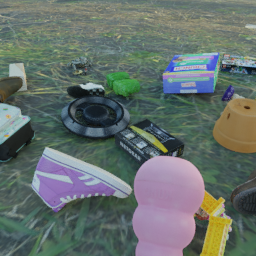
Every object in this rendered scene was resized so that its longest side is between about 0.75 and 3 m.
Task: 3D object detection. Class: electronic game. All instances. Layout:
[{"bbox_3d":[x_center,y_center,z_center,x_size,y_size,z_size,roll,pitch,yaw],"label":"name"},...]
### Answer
[{"bbox_3d":[-1.219,-0.468,10.698,2.597,0.540,2.597,5,38,-4],"label":"electronic game"}]

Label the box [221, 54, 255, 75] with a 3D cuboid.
[{"bbox_3d":[6.256,-3.432,15.137,2.292,0.432,1.565,10,36,14],"label":"box"}]

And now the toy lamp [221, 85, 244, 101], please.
[{"bbox_3d":[4.944,-0.763,10.639,2.673,0.778,0.778,32,43,15],"label":"toy lamp"}]

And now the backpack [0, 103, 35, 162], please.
[{"bbox_3d":[-4.354,0.061,9.196,1.924,1.475,1.691,8,40,22],"label":"backpack"}]

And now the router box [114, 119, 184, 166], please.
[{"bbox_3d":[0.678,0.517,9.327,1.477,0.491,1.879,-23,41,-30],"label":"router box"}]

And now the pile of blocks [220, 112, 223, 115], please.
[{"bbox_3d":[4.466,-0.604,10.977,1.551,0.482,0.637,6,35,8],"label":"pile of blocks"}]

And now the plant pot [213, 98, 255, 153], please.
[{"bbox_3d":[3.974,-0.187,9.677,1.817,1.272,1.817,0,36,0],"label":"plant pot"}]

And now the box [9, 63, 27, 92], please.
[{"bbox_3d":[-5.262,-2.433,13.386,0.649,0.792,1.668,-10,37,-16],"label":"box"}]

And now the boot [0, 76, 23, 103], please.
[{"bbox_3d":[-5.237,-1.081,11.381,1.374,1.059,2.834,35,56,26],"label":"boot"}]

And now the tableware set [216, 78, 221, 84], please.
[{"bbox_3d":[3.894,-2.383,13.781,1.182,0.237,0.781,-11,36,-15],"label":"tableware set"}]

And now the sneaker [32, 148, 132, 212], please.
[{"bbox_3d":[-1.263,1.650,7.444,2.552,1.455,0.925,22,-6,0],"label":"sneaker"}]

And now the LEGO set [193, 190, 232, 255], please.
[{"bbox_3d":[1.875,2.386,6.501,1.352,1.094,2.939,-29,39,14],"label":"LEGO set"}]

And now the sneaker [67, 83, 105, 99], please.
[{"bbox_3d":[-1.891,-1.697,12.508,1.657,0.614,0.733,2,33,-14],"label":"sneaker"}]

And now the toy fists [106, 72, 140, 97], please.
[{"bbox_3d":[-0.326,-2.032,12.902,1.043,0.704,2.046,-8,33,-24],"label":"toy fists"}]

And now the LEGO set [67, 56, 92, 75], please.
[{"bbox_3d":[-2.566,-3.490,15.107,1.293,0.564,1.991,-14,37,-20],"label":"LEGO set"}]

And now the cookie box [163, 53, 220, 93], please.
[{"bbox_3d":[3.032,-2.609,13.151,2.267,0.996,2.650,2,33,22],"label":"cookie box"}]

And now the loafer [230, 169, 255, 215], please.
[{"bbox_3d":[3.581,1.602,7.584,2.381,0.869,0.845,-11,27,-27],"label":"loafer"}]

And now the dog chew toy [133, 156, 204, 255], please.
[{"bbox_3d":[0.779,1.902,6.027,1.546,1.546,2.483,8,73,12],"label":"dog chew toy"}]
